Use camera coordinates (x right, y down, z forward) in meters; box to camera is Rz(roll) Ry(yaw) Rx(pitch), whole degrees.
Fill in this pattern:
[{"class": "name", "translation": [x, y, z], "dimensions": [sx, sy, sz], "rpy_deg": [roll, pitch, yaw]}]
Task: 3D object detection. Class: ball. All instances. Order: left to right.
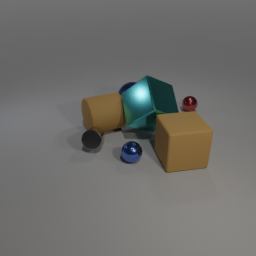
[{"class": "ball", "translation": [0.124, 0.779, 9.165], "dimensions": [0.700, 0.700, 0.700], "rpy_deg": [0, 29, 0]}, {"class": "ball", "translation": [0.211, -1.310, 12.232], "dimensions": [1.400, 1.400, 1.400], "rpy_deg": [0, 29, 0]}, {"class": "ball", "translation": [2.773, -1.093, 12.586], "dimensions": [0.700, 0.700, 0.700], "rpy_deg": [0, 29, 0]}]

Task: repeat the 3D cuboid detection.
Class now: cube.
[{"class": "cube", "translation": [0.805, -0.824, 10.164], "dimensions": [1.400, 1.400, 1.400], "rpy_deg": [12, 59, -41]}, {"class": "cube", "translation": [1.741, 0.415, 9.100], "dimensions": [1.400, 1.400, 1.400], "rpy_deg": [-5, 29, -10]}]

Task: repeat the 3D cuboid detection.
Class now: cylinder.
[{"class": "cylinder", "translation": [-1.211, 0.352, 9.771], "dimensions": [0.700, 0.700, 0.700], "rpy_deg": [2, 8, 3]}, {"class": "cylinder", "translation": [-0.938, -0.582, 10.877], "dimensions": [1.400, 1.400, 1.400], "rpy_deg": [-13, 31, -22]}]
